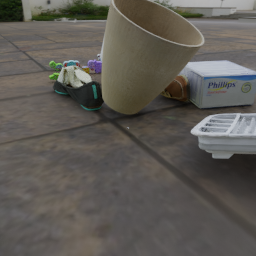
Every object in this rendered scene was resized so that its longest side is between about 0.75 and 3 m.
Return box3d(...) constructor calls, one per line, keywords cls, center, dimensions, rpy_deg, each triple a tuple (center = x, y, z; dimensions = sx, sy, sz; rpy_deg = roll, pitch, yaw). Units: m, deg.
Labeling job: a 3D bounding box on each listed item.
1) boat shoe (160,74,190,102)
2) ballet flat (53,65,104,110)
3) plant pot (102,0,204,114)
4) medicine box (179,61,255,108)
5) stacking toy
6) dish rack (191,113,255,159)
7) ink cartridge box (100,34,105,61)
box3d(cls="boat shoe", center=(1.318, -1.320, 9.115), dimensions=(0.828, 0.848, 2.241), rpy_deg=(-11, 19, -9))
box3d(cls="ballet flat", center=(-1.631, -1.452, 9.042), dimensions=(0.988, 0.994, 2.906), rpy_deg=(-20, 31, -32))
box3d(cls="plant pot", center=(0.262, -1.685, 7.357), dimensions=(2.405, 2.568, 2.405), rpy_deg=(17, 38, -14))
box3d(cls="medicine box", center=(2.780, -1.471, 9.039), dimensions=(1.811, 1.023, 1.988), rpy_deg=(-5, 26, -10))
box3d(cls="stacking toy", center=(-1.927, -2.671, 12.096), dimensions=(2.933, 0.689, 2.211), rpy_deg=(-7, 26, -14))
box3d(cls="dish rack", center=(2.651, 0.121, 5.268), dimensions=(2.564, 0.558, 2.200), rpy_deg=(-1, 10, 27))
box3d(cls="ink cartridge box", center=(0.338, -2.798, 10.616), dimensions=(2.323, 1.455, 1.493), rpy_deg=(-9, 54, -23))
